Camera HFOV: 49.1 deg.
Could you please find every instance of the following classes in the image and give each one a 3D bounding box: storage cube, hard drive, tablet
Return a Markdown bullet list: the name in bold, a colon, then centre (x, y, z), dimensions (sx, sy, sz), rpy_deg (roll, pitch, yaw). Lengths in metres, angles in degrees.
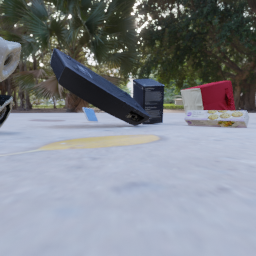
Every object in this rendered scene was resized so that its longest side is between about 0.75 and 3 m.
- **storage cube**: centre (3.173, -1.049, 11.151), dimensions (1.441, 1.370, 1.603), rpy_deg (-15, 9, -19)
- **hard drive**: centre (-0.860, -1.132, 8.248), dimensions (2.987, 0.632, 2.015), rpy_deg (28, 15, -34)
- **tablet**: centre (-1.485, -0.513, 11.083), dimensions (0.063, 0.599, 0.921), rpy_deg (-26, -8, 16)

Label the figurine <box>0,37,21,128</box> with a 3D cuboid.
- **figurine**: centre (-3.431, -1.194, 5.535), dimensions (2.157, 2.211, 0.952), rpy_deg (22, 36, -8)

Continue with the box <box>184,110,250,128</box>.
- **box**: centre (2.608, -0.283, 8.359), dimensions (1.856, 0.384, 0.359), rpy_deg (4, -29, 41)

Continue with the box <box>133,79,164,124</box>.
- **box**: centre (0.694, -0.995, 10.069), dimensions (0.771, 1.348, 1.480), rpy_deg (-5, 20, -12)
